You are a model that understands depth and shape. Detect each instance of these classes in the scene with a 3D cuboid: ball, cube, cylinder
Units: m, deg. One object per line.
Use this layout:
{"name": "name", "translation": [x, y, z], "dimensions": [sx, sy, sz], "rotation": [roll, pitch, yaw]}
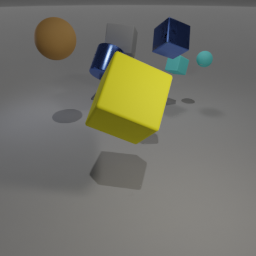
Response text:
{"name": "ball", "translation": [3.380, -3.040, 12.368], "dimensions": [0.700, 0.700, 0.700], "rotation": [0, 27, 0]}
{"name": "cube", "translation": [1.127, -2.322, 7.319], "dimensions": [0.700, 0.700, 0.700], "rotation": [11, -12, -26]}
{"name": "ball", "translation": [-2.464, -3.021, 9.515], "dimensions": [1.400, 1.400, 1.400], "rotation": [0, 27, 0]}
{"name": "cube", "translation": [2.205, -2.830, 12.607], "dimensions": [0.700, 0.700, 0.700], "rotation": [10, 5, -45]}
{"name": "cylinder", "translation": [-0.996, -3.120, 13.490], "dimensions": [1.400, 1.400, 1.400], "rotation": [17, -11, 3]}
{"name": "cube", "translation": [-0.341, -4.485, 14.504], "dimensions": [1.400, 1.400, 1.400], "rotation": [8, 6, 9]}
{"name": "cube", "translation": [-0.020, -0.617, 6.498], "dimensions": [1.400, 1.400, 1.400], "rotation": [21, 69, -12]}
